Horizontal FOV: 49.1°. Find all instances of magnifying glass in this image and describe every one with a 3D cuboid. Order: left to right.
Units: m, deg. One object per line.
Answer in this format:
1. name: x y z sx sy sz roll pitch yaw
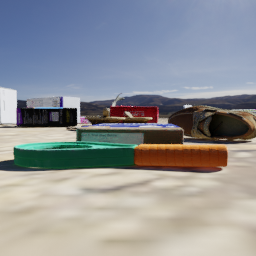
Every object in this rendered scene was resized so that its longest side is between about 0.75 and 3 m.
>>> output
1. magnifying glass: -0.105 0.199 2.221 1.683 0.188 0.670 1 2 13

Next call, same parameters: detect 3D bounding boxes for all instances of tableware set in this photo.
1. tableware set: -0.217 -0.262 8.280 1.877 0.569 2.840 2 3 32

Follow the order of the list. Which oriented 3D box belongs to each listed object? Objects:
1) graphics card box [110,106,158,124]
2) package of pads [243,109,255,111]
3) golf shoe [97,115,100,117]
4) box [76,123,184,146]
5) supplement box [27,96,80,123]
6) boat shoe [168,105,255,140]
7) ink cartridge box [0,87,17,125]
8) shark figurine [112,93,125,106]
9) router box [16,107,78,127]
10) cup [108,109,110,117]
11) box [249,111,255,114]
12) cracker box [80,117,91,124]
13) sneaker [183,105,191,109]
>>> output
1. graphics card box: 0.334 -0.461 11.085 1.729 0.701 2.756 1 0 6
2. package of pads: 5.101 -0.445 11.950 1.876 0.640 1.449 1 1 44
3. golf shoe: -1.892 -0.598 17.931 0.355 0.441 0.907 -3 2 -17
4. box: 0.078 0.086 3.694 1.090 0.292 1.799 0 1 4
5. supplement box: -3.681 -0.840 13.743 2.509 1.269 1.296 1 3 32
6. boat shoe: 1.295 -0.081 4.466 1.493 0.565 0.551 1 5 36
7. ink cartridge box: -5.888 -0.873 11.532 2.075 1.508 1.501 1 2 13
8. shark figurine: -0.510 -0.741 14.549 1.324 2.217 0.925 -28 -44 10
9. router box: -2.912 -0.421 10.569 2.001 0.685 2.682 0 2 -11
10. cup: -1.108 -0.910 19.818 0.797 1.114 1.114 -22 9 -16
11. box: 4.725 -0.363 10.723 1.161 0.566 0.722 3 4 45
12. cracker box: -2.036 -0.404 14.370 1.181 0.341 0.791 3 4 35
13. sneaker: 2.978 -0.479 11.974 1.215 0.850 2.105 4 10 7
